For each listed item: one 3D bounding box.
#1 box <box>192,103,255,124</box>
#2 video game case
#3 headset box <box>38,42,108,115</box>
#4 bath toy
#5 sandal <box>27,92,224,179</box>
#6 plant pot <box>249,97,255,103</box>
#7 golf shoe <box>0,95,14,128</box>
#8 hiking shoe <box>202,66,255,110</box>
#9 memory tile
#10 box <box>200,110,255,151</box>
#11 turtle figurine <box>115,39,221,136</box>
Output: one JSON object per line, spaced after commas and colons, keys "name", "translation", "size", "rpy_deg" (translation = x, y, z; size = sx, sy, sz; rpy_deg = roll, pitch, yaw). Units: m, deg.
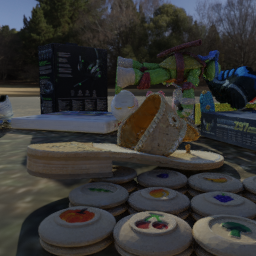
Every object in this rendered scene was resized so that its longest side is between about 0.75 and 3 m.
{"name": "box", "translation": [3.108, -0.379, 7.764], "size": [2.573, 0.645, 0.969], "rpy_deg": [2, 4, 33]}
{"name": "video game case", "translation": [-1.340, -0.224, 8.234], "size": [2.924, 0.336, 2.665], "rpy_deg": [2, 8, 23]}
{"name": "headset box", "translation": [-2.254, -2.049, 11.731], "size": [2.608, 2.996, 1.390], "rpy_deg": [-8, 11, -41]}
{"name": "bath toy", "translation": [0.806, -0.356, 6.864], "size": [2.442, 1.062, 0.903], "rpy_deg": [3, -29, 6]}
{"name": "sandal", "translation": [0.230, 0.014, 3.401], "size": [2.770, 0.911, 1.016], "rpy_deg": [1, 4, -34]}
{"name": "plant pot", "translation": [4.767, -0.872, 9.259], "size": [1.299, 1.426, 1.426], "rpy_deg": [-16, 15, -32]}
{"name": "golf shoe", "translation": [-3.921, -0.421, 7.193], "size": [0.811, 1.007, 2.072], "rpy_deg": [6, 11, 27]}
{"name": "hiking shoe", "translation": [2.625, -1.096, 6.934], "size": [0.973, 0.835, 2.245], "rpy_deg": [-32, 21, 6]}
{"name": "memory tile", "translation": [0.523, 0.638, 2.362], "size": [2.150, 0.181, 1.648], "rpy_deg": [1, 8, 11]}
{"name": "box", "translation": [2.822, 0.009, 5.379], "size": [1.873, 0.606, 2.376], "rpy_deg": [-4, 8, -17]}
{"name": "turtle figurine", "translation": [0.818, -0.819, 6.280], "size": [2.208, 1.639, 2.278], "rpy_deg": [4, -26, -3]}
